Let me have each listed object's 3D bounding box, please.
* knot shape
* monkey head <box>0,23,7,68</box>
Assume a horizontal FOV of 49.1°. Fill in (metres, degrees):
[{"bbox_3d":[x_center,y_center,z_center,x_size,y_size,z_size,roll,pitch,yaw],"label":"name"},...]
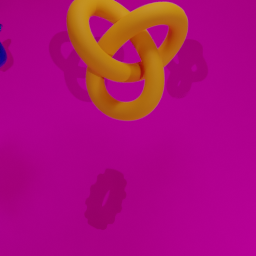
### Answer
[{"bbox_3d":[0.129,-1.287,4.595,1.942,0.959,2.075,-26,113,-11],"label":"knot shape"},{"bbox_3d":[-2.748,-1.639,5.737,0.888,1.235,0.744,-35,122,5],"label":"monkey head"}]
